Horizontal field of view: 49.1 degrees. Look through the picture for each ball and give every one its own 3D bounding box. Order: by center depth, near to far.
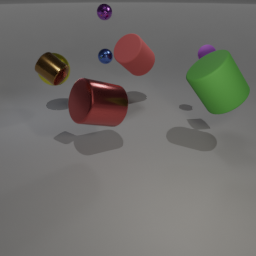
[{"bbox_3d":[3.082,-2.892,10.938,0.700,0.700,0.700,0,28,0],"label":"ball"},{"bbox_3d":[-3.208,-2.535,12.124,1.400,1.400,1.400,0,28,0],"label":"ball"},{"bbox_3d":[-1.062,-5.241,12.658,0.700,0.700,0.700,0,28,0],"label":"ball"},{"bbox_3d":[-1.049,-3.329,13.012,0.700,0.700,0.700,0,28,0],"label":"ball"}]

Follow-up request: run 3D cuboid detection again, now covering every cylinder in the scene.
[{"bbox_3d":[-2.174,-1.694,8.043,0.700,0.700,0.700,38,35,4],"label":"cylinder"},{"bbox_3d":[2.701,-1.371,8.448,1.400,1.400,1.400,-33,25,18],"label":"cylinder"},{"bbox_3d":[-0.948,-0.776,8.885,1.400,1.400,1.400,5,19,-41],"label":"cylinder"},{"bbox_3d":[0.295,-3.235,12.501,1.400,1.400,1.400,20,-4,34],"label":"cylinder"}]
